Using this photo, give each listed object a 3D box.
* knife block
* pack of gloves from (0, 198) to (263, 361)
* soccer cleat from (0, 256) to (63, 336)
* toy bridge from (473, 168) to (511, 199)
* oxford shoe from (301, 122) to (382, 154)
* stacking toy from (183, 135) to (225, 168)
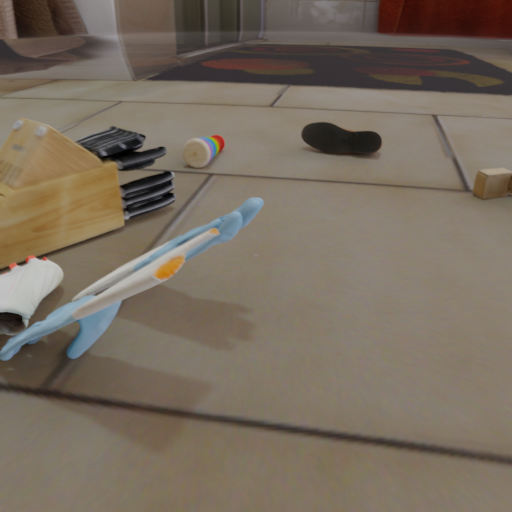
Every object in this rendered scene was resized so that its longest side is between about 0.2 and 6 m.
[{"bbox_3d":[-3.547,-0.968,11.280,1.273,3.978,3.492,22,-9,42],"label":"knife block"},{"bbox_3d":[-1.548,0.462,7.736,3.700,0.730,3.109,-24,9,35],"label":"pack of gloves"},{"bbox_3d":[-3.555,0.656,8.177,0.916,1.025,2.643,-39,-2,10],"label":"soccer cleat"},{"bbox_3d":[6.637,-0.886,11.404,1.589,0.643,4.728,-8,26,-18],"label":"toy bridge"},{"bbox_3d":[2.481,-3.324,16.266,2.373,0.846,0.846,15,8,17],"label":"oxford shoe"},{"bbox_3d":[-1.371,-3.003,15.613,0.785,0.785,1.839,7,22,13],"label":"stacking toy"}]
